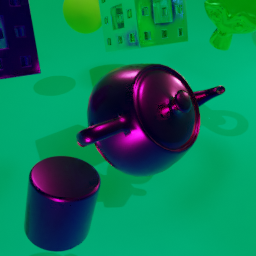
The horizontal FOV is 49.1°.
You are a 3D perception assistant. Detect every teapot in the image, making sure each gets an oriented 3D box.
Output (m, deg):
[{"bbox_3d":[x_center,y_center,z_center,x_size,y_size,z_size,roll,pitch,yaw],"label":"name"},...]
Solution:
[{"bbox_3d":[0.260,-0.137,2.667,1.785,0.874,1.110,-20,88,-39],"label":"teapot"}]

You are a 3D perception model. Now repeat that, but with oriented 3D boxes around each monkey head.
[{"bbox_3d":[1.536,-1.653,4.011,1.334,0.960,0.804,31,70,13],"label":"monkey head"}]

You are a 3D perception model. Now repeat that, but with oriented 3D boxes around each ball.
[{"bbox_3d":[-1.181,-3.208,7.680,1.182,1.182,1.182,0,41,0],"label":"ball"}]

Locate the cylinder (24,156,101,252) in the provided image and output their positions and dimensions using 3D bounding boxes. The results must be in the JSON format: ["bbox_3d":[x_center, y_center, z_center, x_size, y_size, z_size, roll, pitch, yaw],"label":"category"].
[{"bbox_3d":[-0.792,0.881,3.355,0.808,0.808,0.808,12,26,-6],"label":"cylinder"}]

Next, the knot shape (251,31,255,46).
[{"bbox_3d":[3.558,-2.456,6.161,1.691,1.582,0.781,27,64,35],"label":"knot shape"}]

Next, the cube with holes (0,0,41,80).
[{"bbox_3d":[-1.521,-0.930,2.828,0.840,0.840,0.840,-19,23,-38],"label":"cube with holes"}]

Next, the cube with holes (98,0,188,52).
[{"bbox_3d":[0.265,-2.041,5.088,1.113,1.113,1.113,-17,19,-31],"label":"cube with holes"}]
